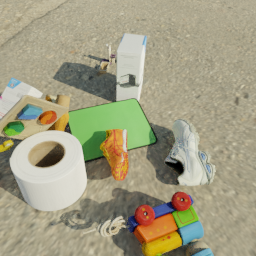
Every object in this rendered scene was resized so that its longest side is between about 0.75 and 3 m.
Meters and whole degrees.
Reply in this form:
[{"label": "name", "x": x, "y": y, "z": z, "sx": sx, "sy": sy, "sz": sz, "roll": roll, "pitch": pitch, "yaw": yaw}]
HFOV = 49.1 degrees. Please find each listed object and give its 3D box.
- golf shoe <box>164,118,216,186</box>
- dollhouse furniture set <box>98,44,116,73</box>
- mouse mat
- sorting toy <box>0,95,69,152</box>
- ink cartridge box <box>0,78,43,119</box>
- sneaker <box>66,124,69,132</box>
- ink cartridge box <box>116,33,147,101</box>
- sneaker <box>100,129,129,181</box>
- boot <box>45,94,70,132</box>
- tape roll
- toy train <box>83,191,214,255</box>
[{"label": "golf shoe", "x": 1.693, "y": 0.691, "z": 8.875, "sx": 1.271, "sy": 1.024, "sz": 2.615, "roll": -12, "pitch": 42, "yaw": -5}, {"label": "dollhouse furniture set", "x": -0.827, "y": -3.287, "z": 13.218, "sx": 1.109, "sy": 0.994, "sz": 1.400, "roll": 6, "pitch": 42, "yaw": 7}, {"label": "mouse mat", "x": -0.624, "y": -0.027, "z": 9.983, "sx": 2.863, "sy": 0.108, "sz": 2.304, "roll": -13, "pitch": 54, "yaw": -16}, {"label": "sorting toy", "x": -2.922, "y": 0.054, "z": 7.800, "sx": 2.337, "sy": 1.741, "sz": 0.313, "roll": -39, "pitch": 68, "yaw": 19}, {"label": "ink cartridge box", "x": -4.149, "y": -0.713, "z": 10.232, "sx": 1.125, "sy": 0.663, "sz": 1.954, "roll": 25, "pitch": 83, "yaw": 24}, {"label": "sneaker", "x": -2.228, "y": -0.207, "z": 10.337, "sx": 0.506, "sy": 0.354, "sz": 0.877, "roll": -14, "pitch": 52, "yaw": 14}, {"label": "ink cartridge box", "x": 0.120, "y": -2.328, "z": 11.199, "sx": 0.955, "sy": 2.281, "sz": 1.655, "roll": 7, "pitch": 42, "yaw": 4}, {"label": "sneaker", "x": -0.420, "y": 0.828, "z": 8.631, "sx": 0.893, "sy": 0.845, "sz": 2.316, "roll": -3, "pitch": 28, "yaw": -1}, {"label": "boot", "x": -2.597, "y": -0.285, "z": 9.726, "sx": 0.812, "sy": 1.651, "sz": 2.307, "roll": 15, "pitch": -3, "yaw": -24}, {"label": "tape roll", "x": -2.196, "y": 1.185, "z": 8.013, "sx": 1.940, "sy": 1.332, "sz": 1.940, "roll": 1, "pitch": 42, "yaw": 0}, {"label": "toy train", "x": 0.515, "y": 2.737, "z": 6.578, "sx": 2.789, "sy": 1.181, "sz": 1.614, "roll": -16, "pitch": 58, "yaw": -17}]
